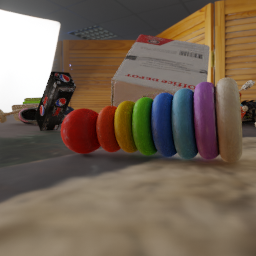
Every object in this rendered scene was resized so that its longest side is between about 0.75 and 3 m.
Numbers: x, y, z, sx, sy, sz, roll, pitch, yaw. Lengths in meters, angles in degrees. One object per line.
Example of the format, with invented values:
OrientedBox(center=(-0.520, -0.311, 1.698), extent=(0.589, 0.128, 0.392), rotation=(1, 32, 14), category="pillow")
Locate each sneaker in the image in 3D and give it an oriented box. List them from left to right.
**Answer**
OrientedBox(center=(-3.469, -0.548, 11.994), extent=(2.355, 0.826, 0.966), rotation=(-9, -5, -7), category="sneaker")

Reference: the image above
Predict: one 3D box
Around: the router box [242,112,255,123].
OrientedBox(center=(5.574, -0.691, 14.498), extent=(1.895, 0.786, 2.529), rotation=(-2, 4, -26), category="router box")

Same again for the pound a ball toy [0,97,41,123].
OrientedBox(center=(-4.598, -0.656, 13.425), extent=(2.761, 1.173, 1.800), rotation=(-1, 26, 20), category="pound a ball toy")

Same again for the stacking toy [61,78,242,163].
OrientedBox(center=(0.228, -0.041, 4.006), extent=(2.559, 1.092, 1.092), rotation=(-3, 3, 20), category="stacking toy")

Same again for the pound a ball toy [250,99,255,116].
OrientedBox(center=(6.872, -0.568, 12.747), extent=(2.604, 1.106, 1.698), rotation=(-3, 29, -29), category="pound a ball toy")

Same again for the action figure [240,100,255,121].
OrientedBox(center=(5.569, -0.689, 11.874), extent=(2.391, 1.220, 1.421), rotation=(-12, 6, 26), category="action figure")

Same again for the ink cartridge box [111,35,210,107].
OrientedBox(center=(0.896, -1.196, 7.034), extent=(2.013, 1.136, 2.742), rotation=(13, 40, 9), category="ink cartridge box")

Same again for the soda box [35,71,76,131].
OrientedBox(center=(-2.251, -0.782, 8.553), extent=(0.609, 0.680, 1.922), rotation=(-3, -39, -39), category="soda box")

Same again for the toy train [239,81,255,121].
OrientedBox(center=(4.626, -0.842, 12.272), extent=(2.212, 0.819, 2.944), rotation=(-22, 20, 50), category="toy train")
